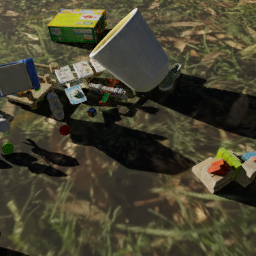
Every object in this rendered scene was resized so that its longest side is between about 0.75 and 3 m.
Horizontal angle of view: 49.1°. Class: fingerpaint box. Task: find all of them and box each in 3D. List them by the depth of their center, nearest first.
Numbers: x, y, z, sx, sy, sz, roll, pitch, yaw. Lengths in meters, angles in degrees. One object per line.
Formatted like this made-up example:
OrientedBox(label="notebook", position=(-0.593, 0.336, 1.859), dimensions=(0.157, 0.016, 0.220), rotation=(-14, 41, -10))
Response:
OrientedBox(label="fingerpaint box", position=(-2.280, -4.729, 12.940), dimensions=(2.201, 0.807, 1.836), rotation=(6, 46, 11))

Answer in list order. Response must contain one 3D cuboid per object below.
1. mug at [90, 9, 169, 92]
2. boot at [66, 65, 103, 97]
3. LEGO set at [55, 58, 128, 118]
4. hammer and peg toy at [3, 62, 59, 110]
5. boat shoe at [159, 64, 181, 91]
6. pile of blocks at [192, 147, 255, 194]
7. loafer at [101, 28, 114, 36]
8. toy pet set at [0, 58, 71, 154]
OrientedBox(label="mug", position=(0.315, -2.635, 9.892), dimensions=(2.257, 2.202, 2.750), rotation=(43, 40, -19))
OrientedBox(label="boot", position=(-1.516, -1.706, 10.276), dimensions=(1.545, 0.557, 1.195), rotation=(-20, 48, -11))
OrientedBox(label="LEGO set", position=(-1.257, -1.401, 9.881), dimensions=(1.929, 0.634, 2.582), rotation=(-21, 55, -15))
OrientedBox(label="hammer and peg toy", position=(-3.406, -1.608, 10.073), dimensions=(1.520, 0.729, 2.067), rotation=(16, 48, 17))
OrientedBox(label="boat shoe", position=(1.582, -1.947, 10.574), dimensions=(0.523, 0.450, 1.452), rotation=(21, 50, 19))
OrientedBox(label="pile of blocks", position=(3.298, 0.880, 7.529), dimensions=(2.986, 0.928, 1.226), rotation=(-5, 46, -5))
OrientedBox(label="loafer", position=(-0.968, -4.530, 13.167), dimensions=(0.800, 0.289, 0.291), rotation=(-18, 50, -15))
OrientedBox(label="toy pet set", position=(-3.475, -0.702, 8.653), dimensions=(2.736, 2.554, 1.453), rotation=(-17, 15, -15))
